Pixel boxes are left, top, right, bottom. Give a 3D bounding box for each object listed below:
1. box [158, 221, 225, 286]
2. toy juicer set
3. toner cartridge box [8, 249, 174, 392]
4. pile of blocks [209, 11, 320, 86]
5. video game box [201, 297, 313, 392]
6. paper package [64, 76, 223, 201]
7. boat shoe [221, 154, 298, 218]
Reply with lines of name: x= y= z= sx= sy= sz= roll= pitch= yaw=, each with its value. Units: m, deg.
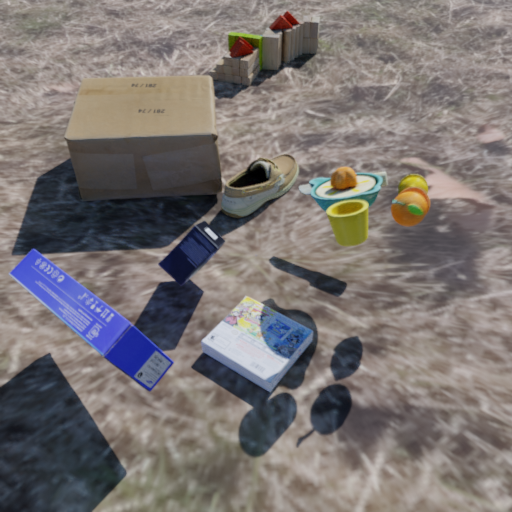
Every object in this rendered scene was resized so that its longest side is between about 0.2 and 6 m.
box: x=-1.049 y=-0.055 z=9.355 sx=0.560 sy=0.902 sz=0.909 roll=45 pitch=10 yaw=-2
toy juicer set: x=1.760 y=-1.140 z=9.043 sx=1.801 sy=0.771 sz=2.832 roll=-15 pitch=23 yaw=-1
toner cartridge box: x=-2.262 y=0.830 z=7.571 sx=2.414 sy=1.147 sz=0.521 roll=28 pitch=69 yaw=36
pile of blocks: x=0.317 y=-6.340 z=16.301 sx=1.719 sy=1.301 sz=4.188 roll=32 pitch=51 yaw=30
video game box: x=0.020 y=1.320 z=8.658 sx=1.305 sy=0.306 sz=1.189 roll=26 pitch=51 yaw=26
paper package: x=-2.293 y=-2.604 z=12.035 sx=2.983 sy=1.543 sz=2.843 roll=-4 pitch=43 yaw=-3
boat shoe: x=0.146 y=-1.599 z=11.522 sx=0.824 sy=0.739 sz=2.227 roll=26 pitch=48 yaw=25
